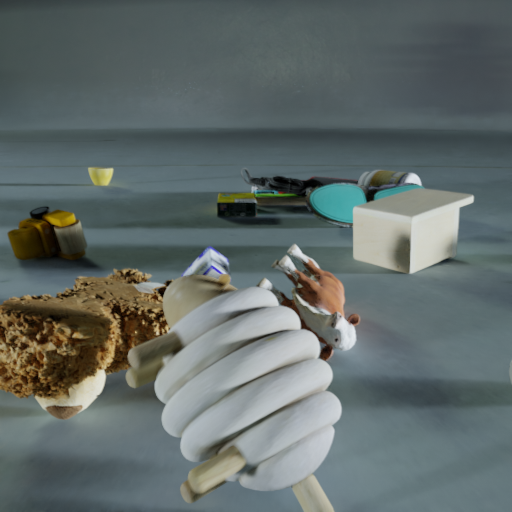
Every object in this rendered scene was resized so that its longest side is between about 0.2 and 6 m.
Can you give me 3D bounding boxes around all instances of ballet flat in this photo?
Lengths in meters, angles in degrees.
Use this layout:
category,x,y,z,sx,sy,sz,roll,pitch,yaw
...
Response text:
category,x,y,z,sx,sy,sz,roll,pitch,yaw
ballet flat,1.966,-0.888,10.270,2.362,0.850,0.850,-4,16,-14

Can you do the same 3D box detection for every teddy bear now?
category,x,y,z,sx,sy,sz,roll,pitch,yaw
teddy bear,-1.177,0.651,4.673,1.814,0.835,2.502,7,8,-2

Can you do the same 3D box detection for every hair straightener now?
category,x,y,z,sx,sy,sz,roll,pitch,yaw
hair straightener,1.015,-1.566,12.061,2.739,0.560,1.054,10,9,-5

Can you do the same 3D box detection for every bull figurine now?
category,x,y,z,sx,sy,sz,roll,pitch,yaw
bull figurine,0.534,0.405,5.408,0.953,0.511,1.569,45,10,0

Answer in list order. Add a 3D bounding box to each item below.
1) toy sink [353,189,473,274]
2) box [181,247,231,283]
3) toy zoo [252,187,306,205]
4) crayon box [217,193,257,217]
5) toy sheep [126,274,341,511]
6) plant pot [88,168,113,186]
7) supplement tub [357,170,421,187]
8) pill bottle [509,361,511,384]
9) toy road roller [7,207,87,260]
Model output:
category,x,y,z,sx,sy,sz,roll,pitch,yaw
toy sink,2.245,-0.374,7.959,1.517,0.850,0.989,-19,24,-37
box,-0.544,0.239,5.968,0.277,0.485,0.528,38,16,-23
toy zoo,0.494,-1.425,12.960,1.192,0.186,1.817,0,16,0
crayon box,-0.385,-1.046,11.360,0.779,0.312,1.228,0,16,-1
toy sheep,-0.071,0.794,3.238,1.113,1.614,1.113,-27,-17,-9
plant pot,-4.133,-2.109,14.913,0.632,0.448,0.632,0,11,0
supplement tub,2.710,-1.337,11.481,0.805,0.805,1.115,-15,22,-43
pill bottle,2.353,0.867,4.202,0.799,0.443,0.443,-4,16,-13
toy road roller,-2.998,-0.243,7.944,1.028,0.631,0.750,11,33,34
